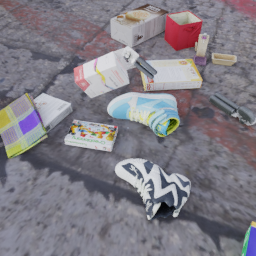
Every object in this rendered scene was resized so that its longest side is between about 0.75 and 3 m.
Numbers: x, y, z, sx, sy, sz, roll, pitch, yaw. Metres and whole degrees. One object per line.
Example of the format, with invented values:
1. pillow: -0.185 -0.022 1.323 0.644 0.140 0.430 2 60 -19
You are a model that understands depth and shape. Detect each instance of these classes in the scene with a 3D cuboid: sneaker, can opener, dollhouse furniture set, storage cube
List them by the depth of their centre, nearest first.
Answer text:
1. sneaker: 0.563 1.891 8.306 2.399 0.957 1.561 22 40 7
2. can opener: 0.372 -2.055 8.728 1.323 0.348 0.440 43 29 9
3. sneaker: 0.655 -0.441 10.556 2.779 1.105 1.814 -6 44 -5
4. can opener: 4.244 -0.830 11.271 0.569 0.718 2.160 -27 47 -23
5. dollhouse furniture set: 4.422 -4.113 13.928 2.074 1.472 1.643 9 46 9
6. storage cube: 2.924 -5.218 15.032 1.403 1.475 1.641 -16 48 -16

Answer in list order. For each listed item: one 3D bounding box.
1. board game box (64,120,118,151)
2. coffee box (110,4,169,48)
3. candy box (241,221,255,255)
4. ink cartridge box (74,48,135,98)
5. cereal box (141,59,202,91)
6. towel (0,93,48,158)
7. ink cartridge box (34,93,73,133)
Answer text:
1. board game box: -1.332 0.267 10.348 1.731 0.300 1.093 8 43 6
2. coffee box: 0.669 -5.852 15.854 1.702 1.186 2.976 35 55 30
3. candy box: 3.629 3.676 6.613 1.890 0.861 2.235 17 47 18
4. ink cartridge box: -0.814 -2.088 10.835 2.188 1.274 0.738 -20 60 16
5. cereal box: 1.925 -2.499 12.997 2.585 0.511 1.860 -3 45 -3
6. towel: -4.026 -0.138 10.380 1.670 0.265 2.325 -32 58 -2
7. ink cartridge box: -3.417 -0.555 11.157 1.610 0.404 1.855 21 49 27
